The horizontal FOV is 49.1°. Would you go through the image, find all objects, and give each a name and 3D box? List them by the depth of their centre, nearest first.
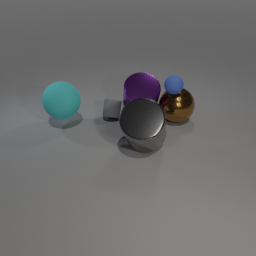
[{"bbox_3d":[0.510,-0.049,9.018,1.400,1.400,1.400,-3,69,8],"label":"cylinder"},{"bbox_3d":[1.667,-1.576,10.177,0.700,0.700,0.700,0,30,0],"label":"ball"},{"bbox_3d":[-2.469,-1.024,10.431,1.400,1.400,1.400,0,30,0],"label":"ball"},{"bbox_3d":[1.907,-0.905,11.000,1.400,1.400,1.400,0,30,0],"label":"ball"},{"bbox_3d":[0.503,-1.225,11.041,1.400,1.400,1.400,1,64,-3],"label":"cylinder"},{"bbox_3d":[-0.637,-0.797,11.277,0.700,0.700,0.700,8,6,-1],"label":"cylinder"}]
